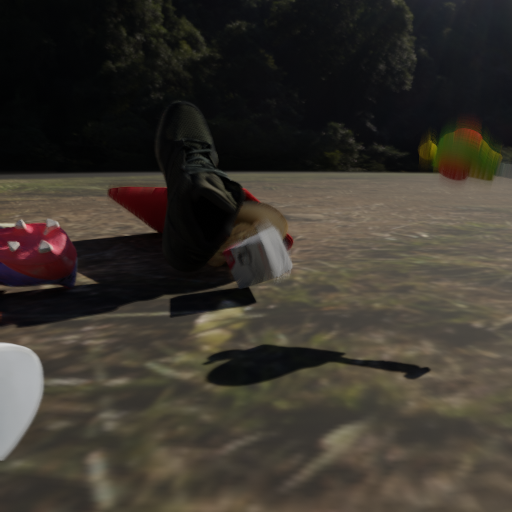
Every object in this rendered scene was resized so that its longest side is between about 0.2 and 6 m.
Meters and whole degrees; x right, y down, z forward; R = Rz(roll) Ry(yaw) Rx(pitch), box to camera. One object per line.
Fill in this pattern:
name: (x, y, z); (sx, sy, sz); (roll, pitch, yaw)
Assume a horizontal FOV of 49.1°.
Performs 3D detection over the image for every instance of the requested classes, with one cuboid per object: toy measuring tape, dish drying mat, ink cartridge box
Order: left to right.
dish drying mat: (-1.311, -0.875, 11.497); (4.605, 0.419, 1.768); (9, -23, 49)
ink cartridge box: (0.010, 0.052, 7.883); (0.354, 0.617, 0.850); (-29, 5, -43)
toy measuring tape: (2.818, -1.176, 6.813); (1.766, 0.649, 0.649); (19, 19, 33)

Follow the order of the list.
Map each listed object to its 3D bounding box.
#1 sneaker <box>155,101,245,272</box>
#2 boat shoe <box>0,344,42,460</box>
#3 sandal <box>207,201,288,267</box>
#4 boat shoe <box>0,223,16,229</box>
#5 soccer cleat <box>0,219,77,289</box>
sneaker: (-0.859, -1.305, 8.710); (1.087, 2.844, 1.629); (7, -20, -29)
boat shoe: (-2.191, 1.092, 3.043); (0.777, 0.820, 2.346); (5, 19, 17)
sandal: (-0.607, -0.187, 9.851); (2.895, 1.061, 0.952); (-2, 48, 54)
boat shoe: (-4.342, -0.077, 8.465); (2.813, 1.012, 0.912); (0, 4, -35)
soccer cleat: (-3.931, 0.025, 7.731); (2.872, 1.098, 0.958); (1, 47, -2)
